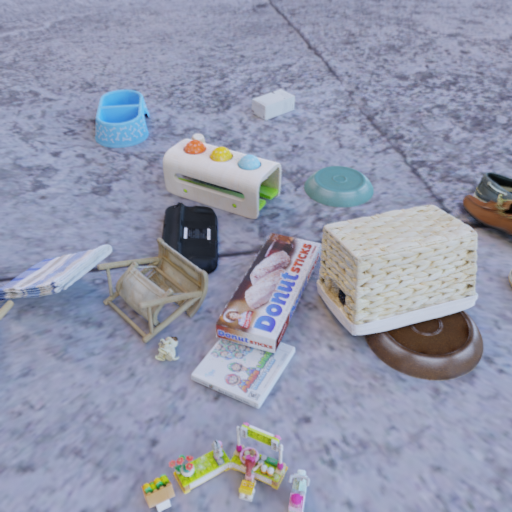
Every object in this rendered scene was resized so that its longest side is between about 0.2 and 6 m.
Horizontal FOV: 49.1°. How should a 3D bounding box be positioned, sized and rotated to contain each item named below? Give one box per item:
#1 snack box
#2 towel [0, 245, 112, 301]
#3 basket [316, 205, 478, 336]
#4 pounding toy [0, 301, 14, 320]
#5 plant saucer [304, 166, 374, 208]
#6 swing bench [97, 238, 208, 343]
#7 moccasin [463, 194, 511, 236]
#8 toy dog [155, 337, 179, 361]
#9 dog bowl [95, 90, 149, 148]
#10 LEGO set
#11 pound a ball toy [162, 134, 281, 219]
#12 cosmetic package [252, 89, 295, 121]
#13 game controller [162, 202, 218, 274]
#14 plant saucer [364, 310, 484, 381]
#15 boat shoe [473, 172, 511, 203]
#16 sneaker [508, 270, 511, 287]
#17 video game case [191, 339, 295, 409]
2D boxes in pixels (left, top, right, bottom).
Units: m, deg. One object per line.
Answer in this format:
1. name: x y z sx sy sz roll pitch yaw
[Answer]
1. snack box: 0.304 0.550 10.072 1.053 0.356 2.930 14 37 14
2. towel: -3.620 0.289 9.916 1.969 0.234 1.446 -9 25 35
3. basket: 2.390 0.151 9.585 2.381 1.469 1.614 -11 28 -14
4. pounding toy: -4.635 1.211 8.973 1.602 0.834 1.824 -16 41 -19
5. plant saucer: 1.937 -1.688 13.057 1.631 0.293 1.631 0 39 0
6. swing bench: -1.775 0.554 9.780 1.390 0.902 1.383 -27 45 -34
7. moccasin: 5.137 -0.857 11.511 0.705 0.744 1.928 -2 28 -34
8. toy dog: -1.406 1.480 9.095 0.399 0.287 0.411 16 39 -1
9. dog bowl: -3.731 -3.874 15.525 1.437 0.639 2.577 -5 38 -5
10. LEGO set: -0.389 2.673 7.169 2.146 0.799 0.987 2 39 3
11. pound a ball toy: -0.778 -2.130 12.869 2.868 1.218 1.870 20 43 23
12. cosmetic package: 0.495 -4.407 16.319 1.154 0.468 0.651 -28 48 -32
13. game controller: -1.344 -0.374 11.396 1.130 0.456 2.167 10 38 -12
14. plant saucer: 2.814 1.221 9.402 1.980 0.318 1.980 -1 38 1
15. boat shoe: 5.945 -1.239 12.152 2.280 0.705 0.830 21 43 24
16. sneaker: 5.250 0.591 9.816 0.667 0.773 1.764 -19 41 -19
17. video game case: -0.186 1.703 8.885 1.194 0.155 1.312 18 41 21
